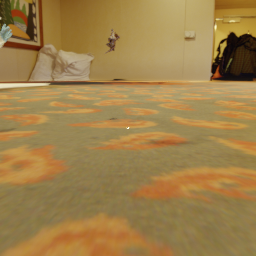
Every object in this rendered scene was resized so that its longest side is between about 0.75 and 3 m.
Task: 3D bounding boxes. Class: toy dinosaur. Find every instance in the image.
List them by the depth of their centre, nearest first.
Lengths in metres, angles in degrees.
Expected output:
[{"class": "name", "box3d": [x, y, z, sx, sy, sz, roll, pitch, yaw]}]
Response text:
[{"class": "toy dinosaur", "box3d": [-0.479, -2.669, 8.757, 0.343, 0.799, 0.542, 18, 15, -6]}]

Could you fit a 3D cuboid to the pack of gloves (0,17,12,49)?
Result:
[{"class": "pack of gloves", "box3d": [-3.202, -2.460, 6.859, 0.176, 0.750, 0.893, -17, 40, 25]}]
